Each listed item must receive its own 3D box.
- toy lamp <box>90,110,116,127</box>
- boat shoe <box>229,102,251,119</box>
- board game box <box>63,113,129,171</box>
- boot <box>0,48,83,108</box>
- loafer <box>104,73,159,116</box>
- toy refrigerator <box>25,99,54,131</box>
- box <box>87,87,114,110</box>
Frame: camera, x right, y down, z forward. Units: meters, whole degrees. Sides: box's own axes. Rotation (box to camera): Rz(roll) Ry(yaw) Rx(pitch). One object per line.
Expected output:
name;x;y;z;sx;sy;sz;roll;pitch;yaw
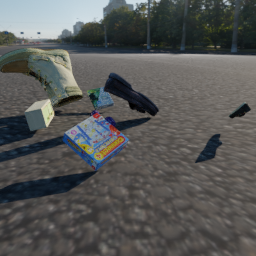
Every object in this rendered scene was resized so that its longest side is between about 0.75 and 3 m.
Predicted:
toy lamp;-0.804;-0.281;9.028;0.375;0.375;1.289;-12;23;-32
boat shoe;3.301;-0.450;8.327;0.363;0.311;0.992;-37;-10;-13
board game box;-0.698;0.270;6.203;1.020;0.291;1.042;39;47;16
boot;-3.212;-1.810;10.525;2.844;2.199;1.025;-15;-12;-38
loafer;0.098;-0.957;9.462;2.240;0.705;0.805;36;-10;-29
toy refrigerator;-2.749;-0.455;8.893;0.558;0.605;1.594;-13;16;-4
box;-1.088;-1.176;11.007;0.771;0.194;1.068;-16;49;-17
